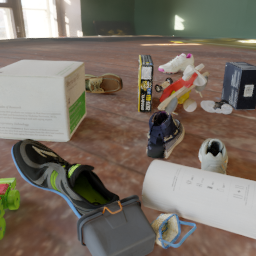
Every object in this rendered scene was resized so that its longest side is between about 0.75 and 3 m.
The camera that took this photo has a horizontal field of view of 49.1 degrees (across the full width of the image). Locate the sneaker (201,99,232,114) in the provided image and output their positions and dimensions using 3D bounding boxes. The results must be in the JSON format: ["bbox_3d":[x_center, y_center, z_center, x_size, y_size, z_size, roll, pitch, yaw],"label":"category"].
[{"bbox_3d":[4.064,-1.026,12.823,1.398,0.528,0.796,15,26,18],"label":"sneaker"}]

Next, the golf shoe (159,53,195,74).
[{"bbox_3d":[3.525,-4.709,20.331,2.920,1.336,1.100,-12,27,-22],"label":"golf shoe"}]

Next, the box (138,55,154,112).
[{"bbox_3d":[0.809,-2.216,13.455,0.671,2.172,2.720,0,24,1],"label":"box"}]

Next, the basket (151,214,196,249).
[{"bbox_3d":[0.869,2.039,5.565,0.699,0.552,0.793,-23,10,-39],"label":"basket"}]

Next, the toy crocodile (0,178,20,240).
[{"bbox_3d":[-2.969,1.745,6.098,0.799,0.731,2.368,-1,23,-2],"label":"toy crocodile"}]

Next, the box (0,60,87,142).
[{"bbox_3d":[-3.243,-1.167,10.700,2.806,2.404,2.792,2,23,5],"label":"box"}]

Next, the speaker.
[{"bbox_3d":[1.785,1.512,6.084,2.867,1.164,1.164,10,25,22],"label":"speaker"}]

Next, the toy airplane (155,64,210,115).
[{"bbox_3d":[2.576,-1.628,12.472,2.669,1.883,2.657,-30,5,14],"label":"toy airplane"}]

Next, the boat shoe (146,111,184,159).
[{"bbox_3d":[1.376,-0.083,9.644,1.022,1.269,2.737,8,25,18],"label":"boat shoe"}]

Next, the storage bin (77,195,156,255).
[{"bbox_3d":[-0.149,1.999,5.318,1.373,1.000,0.922,-15,39,-27],"label":"storage bin"}]

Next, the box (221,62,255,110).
[{"bbox_3d":[5.347,-2.043,13.336,1.007,1.934,1.761,-2,23,-5],"label":"box"}]

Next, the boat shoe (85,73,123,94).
[{"bbox_3d":[-1.669,-2.309,15.255,2.917,1.104,1.077,5,28,33],"label":"boat shoe"}]

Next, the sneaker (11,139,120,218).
[{"bbox_3d":[-1.291,1.027,6.099,2.775,1.150,0.984,35,39,11],"label":"sneaker"}]

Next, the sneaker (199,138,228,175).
[{"bbox_3d":[2.530,0.685,8.116,0.887,1.077,2.342,5,23,11],"label":"sneaker"}]
